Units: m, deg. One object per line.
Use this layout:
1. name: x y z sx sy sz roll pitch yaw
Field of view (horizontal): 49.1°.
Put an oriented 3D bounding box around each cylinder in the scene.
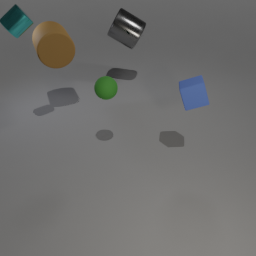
1. cylinder: -2.866 -3.205 10.760 1.400 1.400 1.400 -12 40 -18
2. cylinder: -0.065 -4.703 13.317 1.400 1.400 1.400 28 32 -11
3. cylinder: -3.337 -3.189 8.391 0.700 0.700 0.700 -42 40 3

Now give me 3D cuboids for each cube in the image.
1. cube: 1.919 -1.029 8.184 0.700 0.700 0.700 -14 25 16

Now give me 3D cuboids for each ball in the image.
1. ball: -0.655 -1.192 8.354 0.700 0.700 0.700 0 33 0
